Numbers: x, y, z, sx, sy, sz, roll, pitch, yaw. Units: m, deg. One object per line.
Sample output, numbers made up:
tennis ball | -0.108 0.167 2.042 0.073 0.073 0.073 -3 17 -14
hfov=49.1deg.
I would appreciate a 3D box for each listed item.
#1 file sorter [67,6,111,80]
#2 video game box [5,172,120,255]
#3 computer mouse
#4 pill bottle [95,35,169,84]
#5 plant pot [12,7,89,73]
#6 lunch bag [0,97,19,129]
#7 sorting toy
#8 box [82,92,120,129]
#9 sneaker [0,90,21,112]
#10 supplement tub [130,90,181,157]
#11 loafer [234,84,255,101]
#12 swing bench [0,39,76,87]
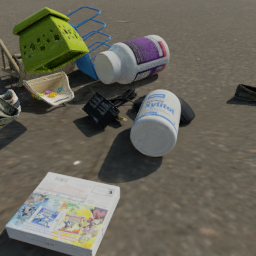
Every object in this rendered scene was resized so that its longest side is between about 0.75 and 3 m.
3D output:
file sorter | -1.628 -3.610 11.760 1.485 2.420 1.679 -39 45 -16
video game box | -1.209 1.670 5.631 1.737 0.407 1.583 9 31 14
computer mouse | 0.589 -0.734 9.181 2.951 0.679 2.072 22 38 32
pill bottle | 0.163 -2.755 11.478 2.940 1.638 1.638 -25 40 -35
plant pot | -2.321 -2.597 8.338 1.555 1.418 1.563 -23 5 16
lunch bag | -2.683 -0.267 5.360 0.782 0.953 0.560 -27 51 35
sorting toy | -2.694 -1.272 10.038 1.548 0.827 1.393 -24 47 -35
box | -0.869 -0.562 8.826 0.771 0.431 1.092 -46 44 -3
sneaker | -4.463 -0.585 8.827 0.825 0.835 2.103 25 41 31
supplement tub | 0.819 -0.180 7.814 1.211 1.211 1.835 7 34 10
loafer | 4.794 -1.245 10.106 1.743 0.548 0.626 7 33 11
swing bench | -3.782 -2.820 11.720 2.373 1.548 2.386 -23 48 -33
